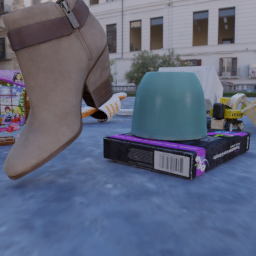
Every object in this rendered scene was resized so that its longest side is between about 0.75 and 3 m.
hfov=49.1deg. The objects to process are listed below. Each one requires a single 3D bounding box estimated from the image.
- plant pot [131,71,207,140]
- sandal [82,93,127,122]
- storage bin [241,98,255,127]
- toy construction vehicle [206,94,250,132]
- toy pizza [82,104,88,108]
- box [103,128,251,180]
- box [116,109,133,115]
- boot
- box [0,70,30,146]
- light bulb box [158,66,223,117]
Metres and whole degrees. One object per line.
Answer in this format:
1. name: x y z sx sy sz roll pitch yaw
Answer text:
1. plant pot: 0.692 -0.418 4.676 1.278 1.025 1.278 1 9 0
2. sandal: -1.039 -0.477 9.764 2.502 0.717 0.959 -27 -4 -26
3. storage bin: 3.960 -0.737 7.469 1.264 0.597 1.273 -36 -2 -30
4. toy construction vehicle: 3.592 -0.379 7.396 2.916 1.027 2.538 -8 11 -44
5. toy pizza: -1.867 -0.939 13.802 2.784 0.441 2.784 -1 7 0
6. box: 0.928 0.291 4.838 1.617 0.408 2.262 8 12 41
7. box: 0.100 -0.728 12.869 1.201 0.247 0.936 0 7 -21
8. boot: -1.037 -0.653 3.506 0.767 1.596 2.183 7 43 39
9. box: -2.665 -0.412 5.774 2.245 1.536 0.439 -3 8 -21
10. light bulb box: 2.517 -1.426 11.376 2.190 1.366 2.170 4 -15 30
